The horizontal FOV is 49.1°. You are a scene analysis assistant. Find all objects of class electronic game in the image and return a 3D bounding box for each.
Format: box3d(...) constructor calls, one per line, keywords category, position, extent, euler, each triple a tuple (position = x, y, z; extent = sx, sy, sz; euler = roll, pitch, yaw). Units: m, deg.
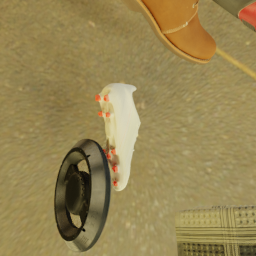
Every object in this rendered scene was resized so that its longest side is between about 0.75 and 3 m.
box3d(category="electronic game", position=(-0.818, 1.113, 4.804), extent=(0.390, 1.875, 1.875), euler=(12, 78, -33))

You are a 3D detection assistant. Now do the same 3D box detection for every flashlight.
box3d(category="flashlight", position=(2.061, -2.694, 5.249), extent=(0.985, 0.989, 2.911), euler=(-25, 62, -21))

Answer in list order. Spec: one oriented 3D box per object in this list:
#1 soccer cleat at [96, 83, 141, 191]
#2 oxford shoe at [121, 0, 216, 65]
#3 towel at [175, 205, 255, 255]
box3d(category="soccer cleat", position=(-0.085, 0.175, 4.701), extent=(0.719, 0.642, 1.853), euler=(-14, 110, -34))
box3d(category="oxford shoe", position=(0.778, -1.863, 4.274), extent=(0.935, 2.624, 0.936), euler=(-27, 51, 33))
box3d(category="towel", position=(1.345, 1.800, 3.635), extent=(1.622, 0.280, 1.562), euler=(-18, 65, 40))
